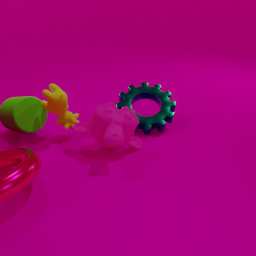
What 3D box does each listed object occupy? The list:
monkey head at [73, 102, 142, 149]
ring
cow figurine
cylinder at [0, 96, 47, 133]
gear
[{"bbox_3d":[-0.400,0.114,6.773,1.835,1.106,1.320,16,43,-11],"label":"monkey head"},{"bbox_3d":[-2.723,0.972,5.520,2.024,0.405,2.024,-12,20,4],"label":"ring"},{"bbox_3d":[-1.728,-0.512,7.312,1.077,1.095,0.601,36,57,-1],"label":"cow figurine"},{"bbox_3d":[-2.869,-0.371,7.658,0.954,0.954,0.954,4,23,44],"label":"cylinder"},{"bbox_3d":[0.525,-0.611,8.252,1.699,0.314,1.699,0,57,0],"label":"gear"}]
